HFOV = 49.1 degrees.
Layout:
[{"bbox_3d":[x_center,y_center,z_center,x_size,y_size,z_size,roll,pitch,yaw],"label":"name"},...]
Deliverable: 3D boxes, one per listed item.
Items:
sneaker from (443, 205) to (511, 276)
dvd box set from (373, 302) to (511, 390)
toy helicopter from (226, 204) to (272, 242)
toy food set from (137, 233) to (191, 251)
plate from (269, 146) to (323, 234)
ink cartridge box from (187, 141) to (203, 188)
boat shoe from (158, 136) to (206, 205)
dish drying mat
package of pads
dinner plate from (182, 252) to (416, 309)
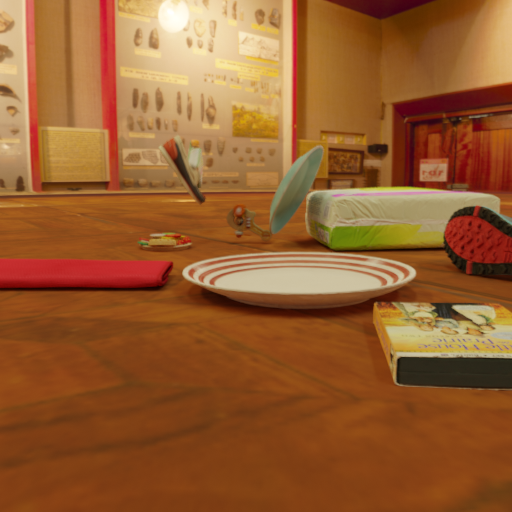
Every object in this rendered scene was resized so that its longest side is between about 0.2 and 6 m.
[{"bbox_3d":[4.283,-0.042,8.892,1.340,1.112,2.805,9,9,-33],"label":"sneaker"},{"bbox_3d":[1.853,0.767,5.206,1.368,0.275,1.869,0,8,7],"label":"dvd box set"},{"bbox_3d":[-0.174,-0.650,12.904,1.141,0.754,0.450,32,8,1],"label":"toy helicopter"},{"bbox_3d":[-2.000,-0.302,12.217,1.156,0.284,1.168,8,12,42],"label":"toy food set"},{"bbox_3d":[0.819,-1.499,12.494,0.285,2.233,2.233,30,16,12],"label":"plate"},{"bbox_3d":[-1.587,-2.400,14.613,0.345,0.604,1.163,0,53,1],"label":"ink cartridge box"},{"bbox_3d":[-1.536,-1.882,12.547,0.522,1.668,0.594,-36,30,-7],"label":"boat shoe"},{"bbox_3d":[-2.975,0.284,8.420,3.300,0.300,1.267,1,9,0],"label":"dish drying mat"},{"bbox_3d":[3.163,-0.919,12.975,3.719,1.268,2.873,-1,9,-6],"label":"package of pads"},{"bbox_3d":[0.576,0.322,7.837,3.185,0.386,3.185,1,8,0],"label":"dinner plate"}]
